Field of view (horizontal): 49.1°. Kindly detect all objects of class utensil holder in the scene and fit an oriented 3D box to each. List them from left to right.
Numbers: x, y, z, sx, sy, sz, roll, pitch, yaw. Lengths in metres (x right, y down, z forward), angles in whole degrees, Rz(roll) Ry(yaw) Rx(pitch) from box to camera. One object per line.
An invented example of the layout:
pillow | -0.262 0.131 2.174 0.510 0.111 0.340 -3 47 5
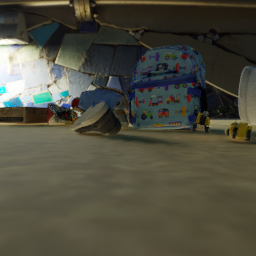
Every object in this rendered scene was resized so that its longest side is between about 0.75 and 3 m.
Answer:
utensil holder | 6.324 -1.293 11.281 2.998 2.548 2.548 5 5 36

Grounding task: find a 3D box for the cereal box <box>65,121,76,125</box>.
cereal box | -2.020 -0.211 11.752 0.740 0.203 1.029 2 3 42

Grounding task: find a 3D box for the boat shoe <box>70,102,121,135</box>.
boat shoe | -0.748 -0.072 6.349 0.661 0.766 2.109 43 -17 -14

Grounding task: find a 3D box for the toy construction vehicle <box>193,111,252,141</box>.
toy construction vehicle | 1.620 -0.061 4.779 0.920 0.372 1.057 10 4 21

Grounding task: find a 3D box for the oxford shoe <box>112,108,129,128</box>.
oxford shoe | -0.870 -0.326 9.284 2.309 0.667 0.868 -1 5 45

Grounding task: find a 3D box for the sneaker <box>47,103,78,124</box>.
sneaker | -3.147 -0.682 13.499 1.068 1.012 2.599 1 3 8

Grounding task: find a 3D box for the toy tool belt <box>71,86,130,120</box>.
toy tool belt | -1.198 -0.865 10.682 2.566 1.602 1.577 8 1 13

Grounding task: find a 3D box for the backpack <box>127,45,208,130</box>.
backpack | 1.175 -1.272 8.405 2.374 2.600 1.749 2 3 21

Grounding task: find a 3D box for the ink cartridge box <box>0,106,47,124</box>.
ink cartridge box | -4.992 -0.624 13.936 1.843 0.840 2.238 0 2 25
